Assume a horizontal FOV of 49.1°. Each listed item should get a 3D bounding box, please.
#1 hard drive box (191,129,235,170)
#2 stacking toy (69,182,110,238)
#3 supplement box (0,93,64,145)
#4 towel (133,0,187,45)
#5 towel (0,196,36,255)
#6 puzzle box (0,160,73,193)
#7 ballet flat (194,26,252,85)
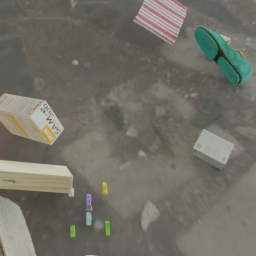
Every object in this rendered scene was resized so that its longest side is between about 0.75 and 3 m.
[{"bbox_3d":[2.251,0.557,7.465,0.908,0.349,0.708,29,64,15],"label":"hard drive box"},{"bbox_3d":[-0.925,1.940,6.649,0.920,0.287,1.220,-4,69,-3],"label":"stacking toy"},{"bbox_3d":[-2.606,-0.251,7.221,1.651,1.040,0.607,12,54,31],"label":"supplement box"},{"bbox_3d":[1.135,-3.798,9.443,1.520,0.311,2.077,29,58,-10],"label":"towel"},{"bbox_3d":[-2.272,2.525,5.560,0.455,1.750,2.641,-26,63,-11],"label":"towel"},{"bbox_3d":[-2.687,0.957,5.987,2.830,1.883,0.360,8,87,-16],"label":"puzzle box"},{"bbox_3d":[3.053,-2.384,8.880,0.818,0.782,2.323,-28,73,-17],"label":"ballet flat"}]
